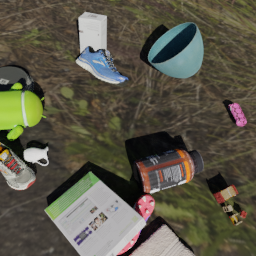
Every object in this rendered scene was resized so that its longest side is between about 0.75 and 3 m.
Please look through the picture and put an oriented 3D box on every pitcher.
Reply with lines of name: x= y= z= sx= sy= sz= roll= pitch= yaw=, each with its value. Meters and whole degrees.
pitcher: x=-3.278 y=1.038 z=10.053 sx=0.823 sy=0.499 sz=0.706 roll=-5 pitch=68 yaw=-16

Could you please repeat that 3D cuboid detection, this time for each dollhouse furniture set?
dollhouse furniture set: x=3.353 y=2.485 z=9.060 sx=0.616 sy=0.466 sz=1.145 roll=-22 pitch=74 yaw=-16

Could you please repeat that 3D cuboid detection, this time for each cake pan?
cake pan: x=-5.313 y=-1.819 z=12.110 sx=2.365 sy=0.434 sz=2.365 roll=0 pitch=54 yaw=0

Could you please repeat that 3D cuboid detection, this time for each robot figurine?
robot figurine: x=-4.399 y=-0.687 z=10.598 sx=2.465 sy=1.426 sz=2.163 roll=-6 pitch=65 yaw=-13

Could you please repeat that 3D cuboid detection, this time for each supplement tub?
supplement tub: x=1.358 y=1.375 z=9.326 sx=2.208 sy=1.181 sz=1.181 roll=-14 pitch=55 yaw=-12

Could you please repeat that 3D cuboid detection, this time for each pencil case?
pencil case: x=4.364 y=-0.537 z=11.193 sx=0.451 sy=0.437 sz=0.963 roll=17 pitch=44 yaw=-33

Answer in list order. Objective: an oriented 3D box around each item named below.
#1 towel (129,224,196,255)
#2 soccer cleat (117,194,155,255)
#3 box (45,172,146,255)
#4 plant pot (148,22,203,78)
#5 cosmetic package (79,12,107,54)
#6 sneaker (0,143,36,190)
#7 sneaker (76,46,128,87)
towel: x=0.792 y=3.914 z=7.997 sx=2.119 sy=0.365 sz=1.404 roll=-36 pitch=62 yaw=-23
soccer cleat: x=0.146 y=2.951 z=8.588 sx=0.682 sy=0.782 sz=2.044 roll=33 pitch=76 yaw=11
box: x=-1.040 y=2.662 z=8.404 sx=1.906 sy=0.480 sz=2.640 roll=-39 pitch=48 yaw=-22
plant pot: x=2.295 y=-3.094 z=12.105 sx=2.381 sy=1.604 sz=2.381 roll=-30 pitch=35 yaw=24
cosmetic package: x=-1.591 y=-4.152 z=12.823 sx=1.092 sy=1.935 sz=0.785 roll=14 pitch=42 yaw=12
sneaker: x=-4.064 y=1.275 z=9.566 sx=2.239 sy=0.920 sz=0.871 roll=33 pitch=61 yaw=21
sneaker: x=-1.042 y=-2.728 z=12.096 sx=2.718 sy=1.068 sz=1.212 roll=36 pitch=104 yaw=21
